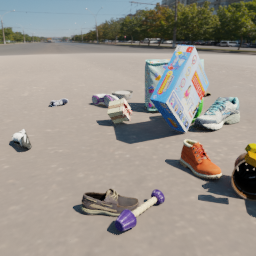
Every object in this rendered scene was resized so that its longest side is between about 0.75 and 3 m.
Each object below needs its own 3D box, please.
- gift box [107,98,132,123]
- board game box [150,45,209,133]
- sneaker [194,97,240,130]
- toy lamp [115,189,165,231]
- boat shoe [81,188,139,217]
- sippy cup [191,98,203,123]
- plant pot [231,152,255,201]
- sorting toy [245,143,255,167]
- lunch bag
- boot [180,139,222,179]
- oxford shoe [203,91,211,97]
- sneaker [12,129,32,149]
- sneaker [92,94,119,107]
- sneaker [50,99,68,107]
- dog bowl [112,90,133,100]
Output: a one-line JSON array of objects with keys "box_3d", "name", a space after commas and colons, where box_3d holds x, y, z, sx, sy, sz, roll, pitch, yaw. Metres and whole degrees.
[{"box_3d": [-0.312, -0.654, 11.806, 0.823, 0.814, 0.882, -12, 54, 21], "name": "gift box"}, {"box_3d": [2.004, -1.376, 10.333, 0.664, 2.327, 2.376, 18, -16, 35], "name": "board game box"}, {"box_3d": [3.705, -0.703, 11.701, 2.733, 1.180, 1.061, -16, 24, -39], "name": "sneaker"}, {"box_3d": [0.265, 1.736, 5.946, 0.405, 0.405, 1.390, 15, 25, 37], "name": "toy lamp"}, {"box_3d": [-0.395, 1.617, 6.141, 1.297, 0.476, 0.483, -1, 19, -4], "name": "boat shoe"}, {"box_3d": [2.406, -1.079, 12.313, 1.280, 1.372, 1.747, 2, 20, -14], "name": "sippy cup"}, {"box_3d": [3.092, 1.102, 6.942, 1.053, 1.053, 1.042, 6, 13, 17], "name": "plant pot"}, {"box_3d": [3.909, 1.134, 6.465, 2.765, 0.370, 2.060, 27, 26, 5], "name": "sorting toy"}, {"box_3d": [2.324, -2.186, 13.901, 2.923, 2.490, 1.782, -3, 16, -2], "name": "lunch bag"}, {"box_3d": [2.024, 0.855, 7.853, 0.571, 0.815, 1.521, -9, 23, -29], "name": "boot"}, {"box_3d": [4.488, -2.058, 16.815, 1.111, 0.391, 0.415, -9, 27, -20], "name": "oxford shoe"}, {"box_3d": [-3.675, 0.456, 9.638, 0.541, 0.499, 1.353, -22, 22, -19], "name": "sneaker"}, {"box_3d": [-1.030, -1.535, 14.811, 1.893, 0.709, 0.943, 16, 25, 38], "name": "sneaker"}, {"box_3d": [-3.647, -1.317, 14.728, 0.963, 0.338, 0.523, -7, 15, 0], "name": "sneaker"}, {"box_3d": [-0.337, -1.967, 16.551, 1.281, 0.376, 1.281, 0, 19, 0], "name": "dog bowl"}]
